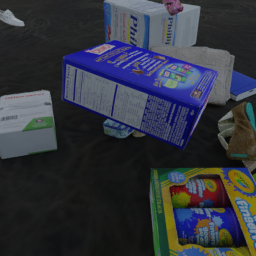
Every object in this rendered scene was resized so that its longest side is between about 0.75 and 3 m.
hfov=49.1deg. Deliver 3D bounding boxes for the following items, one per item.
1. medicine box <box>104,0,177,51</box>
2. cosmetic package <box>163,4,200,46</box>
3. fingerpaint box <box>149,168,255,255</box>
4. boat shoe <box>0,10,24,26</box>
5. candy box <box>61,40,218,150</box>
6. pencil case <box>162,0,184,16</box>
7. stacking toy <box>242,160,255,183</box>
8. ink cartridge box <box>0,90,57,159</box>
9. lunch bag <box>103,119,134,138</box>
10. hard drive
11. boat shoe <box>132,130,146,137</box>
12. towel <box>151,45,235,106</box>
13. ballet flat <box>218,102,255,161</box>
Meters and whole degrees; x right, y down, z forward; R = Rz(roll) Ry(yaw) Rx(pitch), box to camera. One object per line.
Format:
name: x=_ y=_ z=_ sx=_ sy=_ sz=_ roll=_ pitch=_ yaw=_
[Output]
medicine box: x=0.419 y=-3.660 z=11.420 sx=1.497 sy=2.649 sz=2.908 roll=-23 pitch=41 yaw=-29
cosmetic package: x=2.178 y=-5.092 z=14.137 sx=1.922 sy=1.910 sz=2.297 roll=25 pitch=41 yaw=32
fingerpaint box: x=1.485 y=1.824 z=5.019 sx=2.049 sy=0.901 sz=2.455 roll=0 pitch=35 yaw=0
boat shoe: x=-3.398 y=-3.148 z=7.883 sx=0.979 sy=0.339 sz=0.347 roll=19 pitch=23 yaw=-6
candy box: x=0.333 y=-0.928 z=6.098 sx=2.748 sy=1.058 sz=2.323 roll=23 pitch=32 yaw=14
pencil case: x=1.129 y=-3.571 z=7.616 sx=0.443 sy=1.024 sz=0.424 roll=-25 pitch=-5 yaw=19
stacking toy: x=3.713 y=1.211 z=6.370 sx=1.945 sy=0.907 sz=2.148 roll=-18 pitch=26 yaw=21
ink cartridge box: x=-2.856 y=-0.185 z=7.958 sx=1.479 sy=0.854 sz=2.025 roll=-9 pitch=36 yaw=-12
lunch bag: x=-0.134 y=-0.144 z=8.205 sx=0.849 sy=0.436 sz=1.057 roll=17 pitch=39 yaw=34
hard drive: x=3.750 y=-1.862 z=10.869 sx=1.609 sy=0.309 sz=2.439 roll=-20 pitch=40 yaw=-27
boat shoe: x=0.502 y=-0.008 z=8.199 sx=0.892 sy=0.290 sz=0.322 roll=-22 pitch=40 yaw=-25
towel: x=2.103 y=-1.836 z=9.673 sx=2.872 sy=1.903 sz=0.495 roll=7 pitch=-5 yaw=12
ballet flat: x=2.976 y=0.057 z=7.601 sx=1.024 sy=0.960 sz=2.831 roll=-16 pitch=21 yaw=24
